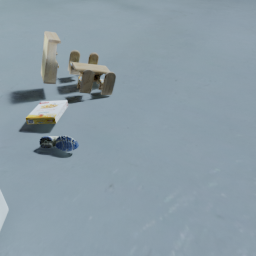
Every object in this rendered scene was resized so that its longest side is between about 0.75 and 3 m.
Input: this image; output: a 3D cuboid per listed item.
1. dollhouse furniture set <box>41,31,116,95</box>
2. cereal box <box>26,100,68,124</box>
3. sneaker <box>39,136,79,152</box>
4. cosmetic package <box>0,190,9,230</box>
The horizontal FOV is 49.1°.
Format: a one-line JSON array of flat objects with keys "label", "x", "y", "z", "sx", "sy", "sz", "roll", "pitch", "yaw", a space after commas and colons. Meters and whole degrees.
[{"label": "dollhouse furniture set", "x": -1.863, "y": -2.492, "z": 10.459, "sx": 2.475, "sy": 1.610, "sz": 2.273, "roll": 1, "pitch": 31, "yaw": -25}, {"label": "cereal box", "x": -2.586, "y": -0.527, "z": 9.071, "sx": 0.950, "sy": 0.261, "sz": 1.320, "roll": -2, "pitch": 29, "yaw": 7}, {"label": "sneaker", "x": -1.877, "y": 0.389, "z": 7.870, "sx": 1.125, "sy": 0.433, "sz": 0.479, "roll": 7, "pitch": 4, "yaw": 13}, {"label": "cosmetic package", "x": -3.768, "y": 1.324, "z": 4.342, "sx": 2.421, "sy": 2.937, "sz": 2.423, "roll": -4, "pitch": 33, "yaw": 0}]
